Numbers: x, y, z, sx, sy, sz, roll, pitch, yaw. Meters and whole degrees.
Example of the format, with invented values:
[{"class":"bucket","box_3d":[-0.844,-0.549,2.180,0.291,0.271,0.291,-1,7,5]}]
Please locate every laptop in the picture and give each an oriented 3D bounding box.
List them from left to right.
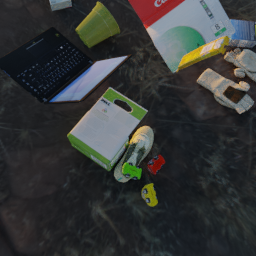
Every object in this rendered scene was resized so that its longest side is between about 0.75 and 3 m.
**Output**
[{"class":"laptop","box_3d":[-1.893,-2.048,8.375,2.901,1.498,2.571,40,53,-1]}]

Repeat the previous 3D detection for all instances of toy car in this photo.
[{"class":"toy car","box_3d":[0.428,1.575,9.406,1.696,0.402,1.803,27,64,-31]}]

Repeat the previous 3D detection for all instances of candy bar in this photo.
[{"class":"candy bar","box_3d":[1.984,-2.019,7.779,0.242,2.187,0.545,31,77,-18]}]

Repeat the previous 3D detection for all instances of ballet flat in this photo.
[{"class":"ballet flat","box_3d":[0.307,0.852,9.881,0.815,0.815,2.348,25,70,10]}]

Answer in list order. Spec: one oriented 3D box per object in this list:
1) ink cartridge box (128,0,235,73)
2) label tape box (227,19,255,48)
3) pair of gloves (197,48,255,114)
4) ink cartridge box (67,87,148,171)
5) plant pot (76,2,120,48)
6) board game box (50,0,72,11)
[{"class":"ink cartridge box","box_3d":[1.661,-3.616,8.971,2.311,0.719,2.872,-32,102,18]},{"class":"label tape box","box_3d":[5.118,-4.056,12.109,1.530,0.506,1.096,6,68,0]},{"class":"pair of gloves","box_3d":[4.514,-2.020,11.255,2.791,0.489,2.373,-37,72,-15]},{"class":"ink cartridge box","box_3d":[-0.671,0.014,10.160,1.809,0.927,2.447,33,70,13]},{"class":"plant pot","box_3d":[-1.365,-4.183,11.784,1.448,1.525,1.525,-40,72,-1]},{"class":"board game box","box_3d":[-3.221,-6.166,13.039,0.959,0.418,1.300,-15,69,-6]}]
